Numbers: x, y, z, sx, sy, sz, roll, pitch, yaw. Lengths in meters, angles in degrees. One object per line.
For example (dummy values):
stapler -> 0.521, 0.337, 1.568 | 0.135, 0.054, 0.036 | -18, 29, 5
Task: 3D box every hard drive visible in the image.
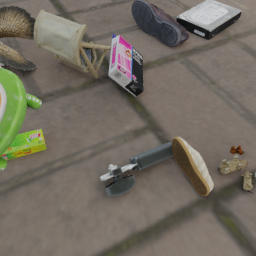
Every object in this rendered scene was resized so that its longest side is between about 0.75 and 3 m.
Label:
hard drive -> 3.414, -4.639, 11.790 | 2.440, 0.462, 1.705 | -36, 57, -29

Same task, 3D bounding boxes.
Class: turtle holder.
turtle holder -> -2.885, -0.511, 4.644 | 1.877, 1.755, 2.471 | -47, 55, 6

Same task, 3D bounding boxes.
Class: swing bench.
swing bench -> -1.805, -2.620, 8.871 | 1.787, 1.796, 1.165 | 28, 94, 24

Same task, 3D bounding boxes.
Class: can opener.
can opener -> 0.316, 0.928, 6.746 | 2.122, 0.558, 0.705 | -24, 93, -20

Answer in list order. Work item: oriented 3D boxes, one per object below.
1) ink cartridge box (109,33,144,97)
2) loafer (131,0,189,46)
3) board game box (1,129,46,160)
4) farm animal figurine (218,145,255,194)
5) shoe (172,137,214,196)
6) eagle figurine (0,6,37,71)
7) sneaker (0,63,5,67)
ink cartridge box -> -0.026, -2.207, 9.159 | 1.165, 0.456, 2.461 | 34, 36, -31
loafer -> 1.248, -4.165, 11.137 | 0.887, 1.012, 2.815 | -20, 56, -36
board game box -> -2.746, 0.430, 7.297 | 1.100, 0.262, 0.559 | -15, 50, -14
farm animal figurine -> 2.792, 0.990, 6.665 | 1.088, 0.547, 0.878 | 35, 75, 24
shoe -> 1.518, 0.849, 6.560 | 0.396, 0.519, 1.485 | -23, 80, -31
eagle figurine -> -4.479, -2.995, 9.471 | 2.617, 1.986, 1.975 | 1, 31, 6
sneaker -> -4.520, -2.481, 9.844 | 0.258, 0.415, 0.774 | -36, 57, -28
